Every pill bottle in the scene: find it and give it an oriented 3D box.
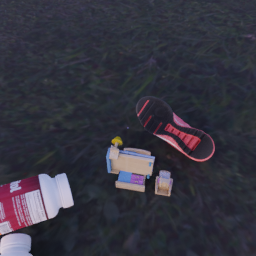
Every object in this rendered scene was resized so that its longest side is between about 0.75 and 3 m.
[{"bbox_3d":[-2.366,2.984,5.779,0.800,0.800,1.399,-7,49,-6],"label":"pill bottle"},{"bbox_3d":[-2.204,1.632,6.262,1.803,1.019,1.019,-14,52,-17],"label":"pill bottle"}]

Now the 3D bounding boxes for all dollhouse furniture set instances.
[{"bbox_3d":[0.402,0.734,7.017,1.613,1.708,1.115,8,55,7],"label":"dollhouse furniture set"}]

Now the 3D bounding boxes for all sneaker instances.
[{"bbox_3d":[1.240,0.106,7.974,2.548,1.105,0.939,40,88,18],"label":"sneaker"}]
